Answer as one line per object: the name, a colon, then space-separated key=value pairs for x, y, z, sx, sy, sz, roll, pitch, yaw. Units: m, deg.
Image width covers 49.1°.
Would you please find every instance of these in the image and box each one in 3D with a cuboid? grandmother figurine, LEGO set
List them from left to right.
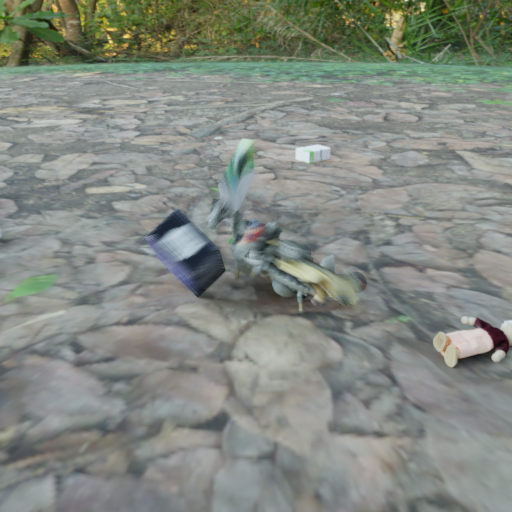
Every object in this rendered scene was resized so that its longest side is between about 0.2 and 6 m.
LEGO set: x=0.218 y=0.151 z=7.424 sx=2.335 sy=1.019 sz=3.596 roll=27 pitch=6 yaw=10
grandmother figurine: x=2.786 y=1.024 z=6.876 sx=1.210 sy=0.366 sz=0.734 roll=-5 pitch=50 yaw=-19

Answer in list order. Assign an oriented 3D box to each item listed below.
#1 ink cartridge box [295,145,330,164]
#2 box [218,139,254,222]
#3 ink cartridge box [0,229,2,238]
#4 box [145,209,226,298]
ink cartridge box: x=1.593 y=-2.861 z=15.706 sx=0.800 sy=0.336 sz=0.582 roll=-16 pitch=28 yaw=-33
box: x=-0.347 y=-1.396 z=10.348 sx=0.235 sy=0.933 sz=1.292 roll=13 pitch=54 yaw=11
ink cartridge box: x=-5.401 y=-0.460 z=9.954 sx=1.300 sy=0.544 sz=0.943 roll=4 pitch=24 yaw=8
box: x=-0.951 y=-0.007 z=7.805 sx=0.851 sy=1.150 sz=0.600 roll=43 pitch=79 yaw=14
